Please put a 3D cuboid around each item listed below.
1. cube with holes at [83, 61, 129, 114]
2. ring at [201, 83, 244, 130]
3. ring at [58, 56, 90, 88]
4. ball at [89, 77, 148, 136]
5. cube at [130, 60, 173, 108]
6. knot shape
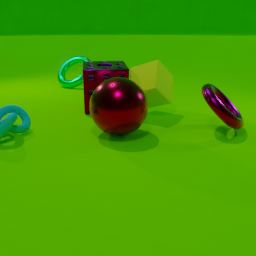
[{"bbox_3d":[-0.709,-1.291,8.651,1.309,1.309,1.309,-2,24,-8],"label":"cube with holes"},{"bbox_3d":[2.315,-0.537,6.848,1.377,0.275,1.377,34,30,-23],"label":"ring"},{"bbox_3d":[-2.282,-2.419,12.014,1.650,0.330,1.650,-11,58,18],"label":"ring"},{"bbox_3d":[-0.212,-0.494,6.525,1.360,1.360,1.360,0,20,0],"label":"ball"},{"bbox_3d":[0.658,-1.210,7.971,0.923,0.923,0.923,-9,-27,34],"label":"cube"},{"bbox_3d":[-2.922,-0.088,6.476,1.304,0.603,1.220,-10,22,-21],"label":"knot shape"}]
